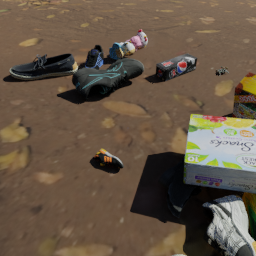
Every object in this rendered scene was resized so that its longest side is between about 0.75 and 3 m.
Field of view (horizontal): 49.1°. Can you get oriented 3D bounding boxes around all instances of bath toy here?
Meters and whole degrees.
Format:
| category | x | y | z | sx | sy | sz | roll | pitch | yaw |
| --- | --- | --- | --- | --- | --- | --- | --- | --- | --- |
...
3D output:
| category | x | y | z | sx | sy | sz | roll | pitch | yaw |
| --- | --- | --- | --- | --- | --- | --- | --- | --- | --- |
| bath toy | 0.166 | -4.222 | 14.066 | 1.103 | 0.937 | 2.536 | 25 | 44 | 28 |

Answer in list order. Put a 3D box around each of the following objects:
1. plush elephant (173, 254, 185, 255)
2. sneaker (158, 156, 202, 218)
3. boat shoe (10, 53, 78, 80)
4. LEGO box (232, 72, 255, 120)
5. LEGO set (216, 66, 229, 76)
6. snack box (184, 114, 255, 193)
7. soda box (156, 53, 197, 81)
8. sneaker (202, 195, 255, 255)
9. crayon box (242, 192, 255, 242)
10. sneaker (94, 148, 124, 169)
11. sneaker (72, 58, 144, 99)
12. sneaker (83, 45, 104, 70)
| category | x | y | z | sx | sy | sz | roll | pitch | yaw |
| --- | --- | --- | --- | --- | --- | --- | --- | --- | --- |
| plush elephant | 0.572 | 2.998 | 4.091 | 2.203 | 2.071 | 2.674 | -11 | 40 | -14 |
| sneaker | 1.563 | 1.382 | 7.364 | 1.944 | 0.584 | 1.014 | -30 | 53 | -33 |
| boat shoe | -3.693 | -2.756 | 12.259 | 2.899 | 0.902 | 1.082 | -8 | 41 | -8 |
| LEGO box | 4.525 | -0.607 | 8.876 | 2.145 | 1.597 | 0.828 | 33 | 68 | 34 |
| LEGO set | 4.254 | -2.630 | 12.610 | 0.569 | 0.248 | 0.876 | 7 | 39 | 9 |
| snack box | 2.982 | 0.625 | 7.058 | 2.972 | 0.787 | 2.114 | 5 | 38 | 13 |
| soda box | 2.160 | -2.711 | 12.423 | 1.917 | 0.607 | 0.678 | -25 | 45 | -27 |
| sneaker | 2.149 | 2.496 | 5.892 | 1.012 | 0.873 | 2.308 | -11 | 34 | 10 |
| crayon box | 4.060 | 2.275 | 6.054 | 2.541 | 0.741 | 2.192 | 3 | 36 | 5 |
| sneaker | -0.563 | 0.984 | 8.076 | 0.974 | 0.341 | 0.438 | 30 | 63 | 31 |
| sneaker | -0.667 | -1.886 | 11.243 | 2.998 | 1.130 | 1.188 | -18 | 57 | -13 |
| sneaker | -1.596 | -2.940 | 12.483 | 0.795 | 0.883 | 2.267 | 5 | 39 | 5 |
